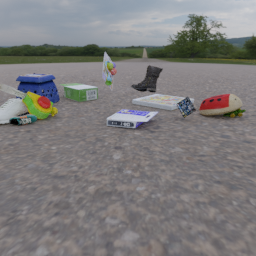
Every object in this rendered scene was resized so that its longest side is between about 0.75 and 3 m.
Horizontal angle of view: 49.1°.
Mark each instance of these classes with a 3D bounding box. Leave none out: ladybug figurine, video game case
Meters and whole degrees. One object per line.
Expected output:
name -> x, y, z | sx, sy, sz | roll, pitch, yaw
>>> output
ladybug figurine -> 4.316, -1.129, 13.298 | 2.046, 0.736, 1.389 | -10, 15, 30
video game case -> 2.015, -1.523, 15.991 | 2.660, 0.304, 2.421 | 14, 22, 38

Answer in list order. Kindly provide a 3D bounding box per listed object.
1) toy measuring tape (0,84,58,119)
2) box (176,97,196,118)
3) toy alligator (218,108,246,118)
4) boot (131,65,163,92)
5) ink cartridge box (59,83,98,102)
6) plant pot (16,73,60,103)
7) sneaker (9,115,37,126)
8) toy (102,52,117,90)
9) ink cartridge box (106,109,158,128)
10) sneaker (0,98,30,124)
toy measuring tape -> -4.402, -1.072, 12.386 | 2.968, 1.092, 1.092 | 22, -1, -41
box -> 2.587, -0.932, 12.474 | 0.636, 0.184, 0.801 | -34, 50, 17
toy alligator -> 4.879, -0.670, 13.250 | 1.306, 0.314, 0.433 | -4, 43, 14
boot -> 0.875, -2.313, 13.037 | 1.402, 1.221, 0.485 | 10, -3, 24
ink cartridge box -> -3.154, -2.281, 17.646 | 1.356, 0.775, 2.612 | -14, 22, -38
plant pot -> -5.182, -2.224, 15.993 | 1.843, 1.657, 1.843 | 6, 19, 18
sneaker -> -4.468, -0.295, 11.928 | 1.128, 0.403, 0.451 | -6, 24, -8
toy -> -0.606, -2.084, 10.086 | 0.309, 0.754, 1.310 | -10, 53, 22
ink cartridge box -> 0.243, -0.406, 12.173 | 1.805, 0.392, 1.788 | 5, 18, 22
sneaker -> -5.315, -0.814, 12.584 | 0.921, 0.971, 2.411 | 9, 21, 20
